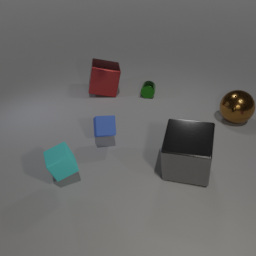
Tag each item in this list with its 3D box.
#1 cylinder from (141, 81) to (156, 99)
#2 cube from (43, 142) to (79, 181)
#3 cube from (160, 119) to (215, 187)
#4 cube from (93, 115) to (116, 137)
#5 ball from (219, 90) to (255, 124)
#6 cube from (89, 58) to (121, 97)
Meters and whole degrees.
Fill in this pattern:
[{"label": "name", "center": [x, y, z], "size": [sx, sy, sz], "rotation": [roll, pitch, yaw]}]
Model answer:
[{"label": "cylinder", "center": [1.022, -1.934, 14.102], "size": [0.700, 0.700, 0.700], "rotation": [5, 31, 8]}, {"label": "cube", "center": [-1.937, 0.968, 8.110], "size": [0.700, 0.700, 0.700], "rotation": [-27, 42, -4]}, {"label": "cube", "center": [1.826, 0.731, 8.520], "size": [1.400, 1.400, 1.400], "rotation": [6, 47, 16]}, {"label": "cube", "center": [-0.842, -0.056, 10.009], "size": [0.700, 0.700, 0.700], "rotation": [-3, -3, -13]}, {"label": "ball", "center": [4.531, -0.878, 11.635], "size": [1.400, 1.400, 1.400], "rotation": [0, 31, 0]}, {"label": "cube", "center": [-1.211, -2.561, 14.220], "size": [1.400, 1.400, 1.400], "rotation": [7, 30, -11]}]
